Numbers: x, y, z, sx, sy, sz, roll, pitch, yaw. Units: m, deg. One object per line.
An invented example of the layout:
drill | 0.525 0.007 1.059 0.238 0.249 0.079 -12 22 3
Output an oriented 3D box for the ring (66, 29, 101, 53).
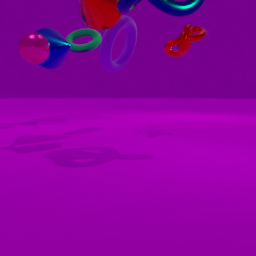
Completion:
ring | -2.073 -4.055 12.947 1.692 0.338 1.692 -4 49 4

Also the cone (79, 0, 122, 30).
cone | -0.931 -3.375 7.328 1.349 1.349 1.354 2 9 14

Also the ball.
ball | -3.264 -2.787 9.789 1.069 1.069 1.069 0 7 0

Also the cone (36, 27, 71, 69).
cone | -2.632 -3.111 10.773 1.626 1.626 1.633 -6 12 -43

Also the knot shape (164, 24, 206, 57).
knot shape | 1.672 -2.584 8.243 1.300 0.601 1.217 -38 3 15

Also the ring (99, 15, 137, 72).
ring | -0.287 -2.651 8.941 0.362 1.809 1.809 28 17 21

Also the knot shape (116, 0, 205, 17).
knot shape | 0.501 -2.807 5.627 1.895 0.876 1.773 30 51 30
